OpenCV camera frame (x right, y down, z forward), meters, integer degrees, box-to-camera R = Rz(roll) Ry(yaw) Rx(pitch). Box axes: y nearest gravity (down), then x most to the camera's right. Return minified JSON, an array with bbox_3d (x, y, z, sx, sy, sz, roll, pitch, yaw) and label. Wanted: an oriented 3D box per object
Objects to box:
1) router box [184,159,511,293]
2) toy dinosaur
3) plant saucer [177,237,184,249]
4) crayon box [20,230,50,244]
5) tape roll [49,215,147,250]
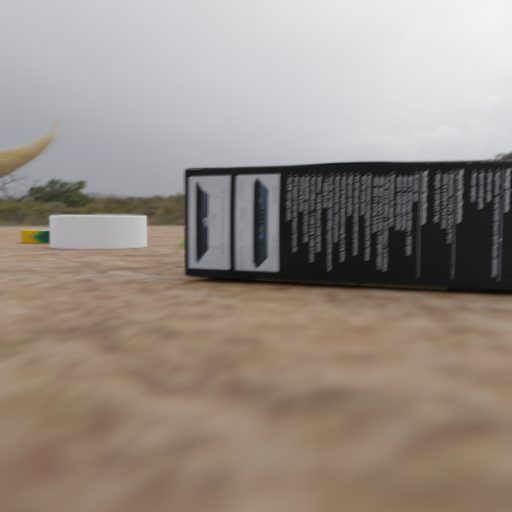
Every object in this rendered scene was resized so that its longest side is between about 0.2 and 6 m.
[{"bbox_3d":[1.384,-0.340,5.785,2.900,0.963,3.689,1,4,22],"label":"router box"},{"bbox_3d":[-3.040,-0.614,5.414,2.809,1.421,0.818,-17,26,-39],"label":"toy dinosaur"},{"bbox_3d":[-0.274,-0.345,10.664,2.436,0.378,2.436,0,4,0],"label":"plant saucer"},{"bbox_3d":[-4.644,-0.429,12.429,1.187,0.306,0.746,1,4,25],"label":"crayon box"},{"bbox_3d":[-2.932,-0.454,10.476,1.747,0.611,1.747,1,4,0],"label":"tape roll"}]
